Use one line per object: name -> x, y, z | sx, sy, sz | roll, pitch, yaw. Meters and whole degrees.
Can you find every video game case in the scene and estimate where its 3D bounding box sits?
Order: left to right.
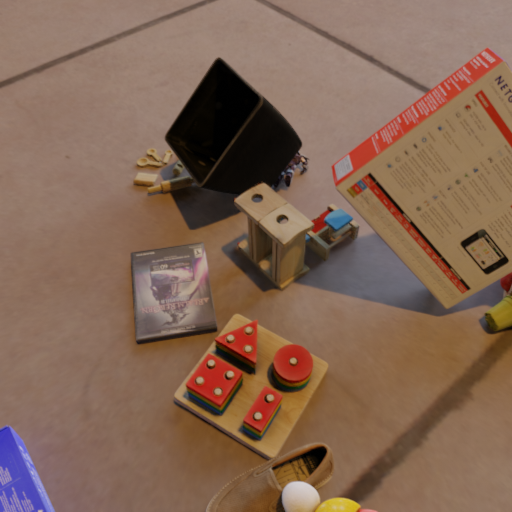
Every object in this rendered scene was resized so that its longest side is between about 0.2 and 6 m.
video game case -> -1.614, 0.661, 10.783 | 1.480, 0.197, 2.072 | -8, 51, -7

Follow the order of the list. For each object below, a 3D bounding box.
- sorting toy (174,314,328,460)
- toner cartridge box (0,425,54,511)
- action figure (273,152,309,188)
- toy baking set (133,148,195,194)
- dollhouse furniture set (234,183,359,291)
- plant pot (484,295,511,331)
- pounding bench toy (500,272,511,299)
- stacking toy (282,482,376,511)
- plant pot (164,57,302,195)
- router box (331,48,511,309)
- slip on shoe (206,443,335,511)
sorting toy -> -0.048, 1.998, 9.356 | 1.943, 0.676, 1.932 | 27, 56, 18
toner cartridge box -> -3.495, 4.017, 7.795 | 1.421, 0.646, 2.992 | -29, 57, -20
action figure -> 0.779, -2.037, 12.829 | 0.755, 0.402, 1.160 | 14, 49, 19
toy baking set -> -1.863, -2.116, 12.963 | 2.049, 0.238, 1.572 | -12, 52, -10
dollhouse furniture set -> 0.828, -0.715, 11.050 | 2.093, 1.475, 1.467 | -34, 59, -23
plant pot -> 4.515, 1.098, 10.249 | 0.533, 0.579, 0.579 | -26, 55, -5
pounding bench toy -> 5.585, 0.006, 10.628 | 1.557, 1.240, 1.996 | 16, 53, 13
stacking toy -> 1.220, 3.774, 7.483 | 2.074, 1.515, 1.515 | 34, 59, 28
plant pot -> -0.316, -2.488, 11.843 | 1.881, 2.115, 2.120 | 21, 24, -43
router box -> 3.512, -1.074, 9.399 | 3.054, 3.403, 0.831 | -36, 25, 23
slip on shoe -> 0.218, 3.427, 8.264 | 2.154, 0.653, 0.819 | -20, 54, -15
